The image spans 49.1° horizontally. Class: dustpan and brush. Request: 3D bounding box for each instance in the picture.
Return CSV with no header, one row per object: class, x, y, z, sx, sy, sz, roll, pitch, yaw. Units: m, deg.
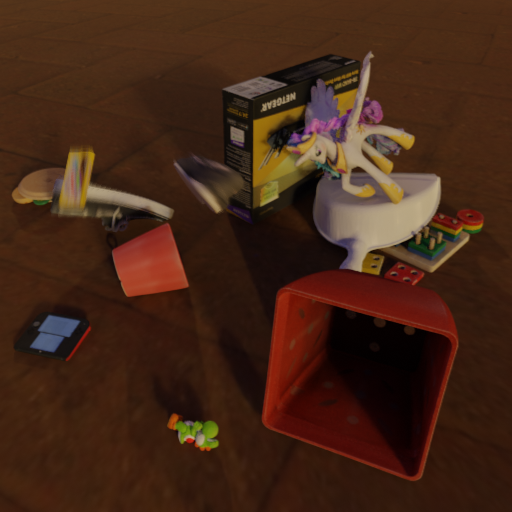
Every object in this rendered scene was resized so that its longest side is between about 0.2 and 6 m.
dustpan and brush,2.156,-0.573,11.295,2.709,1.111,3.882,4,27,22

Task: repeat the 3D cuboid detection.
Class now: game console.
game console,-3.349,1.313,9.272,1.006,0.156,0.889,9,36,13

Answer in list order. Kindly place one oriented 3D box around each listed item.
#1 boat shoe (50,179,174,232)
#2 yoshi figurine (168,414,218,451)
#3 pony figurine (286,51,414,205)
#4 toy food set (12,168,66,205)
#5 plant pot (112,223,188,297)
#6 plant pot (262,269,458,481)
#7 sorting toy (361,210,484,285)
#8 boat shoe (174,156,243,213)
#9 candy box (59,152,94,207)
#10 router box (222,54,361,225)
boat shoe,-2.972,-0.922,11.625,2.442,0.834,0.902,11,1,-22
yoshi figurine,-0.808,2.341,7.641,0.726,0.407,0.408,20,33,21
pony figurine,1.829,-2.342,10.754,2.438,2.030,2.354,23,72,-21
toy food set,-4.869,-1.630,13.221,1.449,0.356,1.464,11,37,15
plant pot,-1.926,0.152,10.122,1.109,1.253,1.253,-19,38,-8
plant pot,1.524,1.296,7.766,2.179,2.181,1.922,14,25,19
sorting toy,3.255,-0.476,11.440,1.580,0.554,3.276,29,45,34
boat shoe,-0.904,-1.466,10.670,0.742,0.871,2.604,-36,27,-5
candy box,-3.218,-1.377,10.041,0.505,0.130,0.988,3,78,24
router box,0.835,-2.693,12.588,0.937,2.822,3.589,29,45,34
